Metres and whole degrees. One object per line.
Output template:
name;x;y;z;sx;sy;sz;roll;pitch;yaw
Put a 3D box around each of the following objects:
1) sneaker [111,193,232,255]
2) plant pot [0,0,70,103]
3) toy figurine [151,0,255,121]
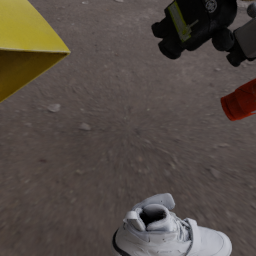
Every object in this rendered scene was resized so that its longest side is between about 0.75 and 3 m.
sneaker;0.635;1.344;3.521;1.631;0.937;0.613;6;43;-7
plant pot;-2.911;-1.609;4.730;2.424;2.138;2.424;-27;5;20
toy figurine;1.937;-1.750;4.465;2.664;1.853;2.623;39;45;-20
